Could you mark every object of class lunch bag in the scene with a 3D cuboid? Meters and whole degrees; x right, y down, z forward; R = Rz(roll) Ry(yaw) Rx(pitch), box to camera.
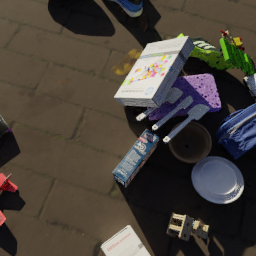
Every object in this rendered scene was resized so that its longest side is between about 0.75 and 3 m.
[{"bbox_3d":[4.284,0.059,10.337,2.158,1.466,1.428,-30,71,-9],"label":"lunch bag"}]

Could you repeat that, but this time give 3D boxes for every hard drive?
[{"bbox_3d":[5.663,-1.870,11.483,1.498,0.283,1.047,-18,57,3],"label":"hard drive"}]

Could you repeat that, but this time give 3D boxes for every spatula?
[{"bbox_3d":[1.623,-0.564,10.362,1.781,0.206,2.562,40,57,21],"label":"spatula"}]

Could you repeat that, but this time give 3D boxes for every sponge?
[{"bbox_3d":[2.176,-1.290,11.423,2.913,0.434,1.625,-8,68,-3],"label":"sponge"}]

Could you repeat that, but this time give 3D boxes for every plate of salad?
[{"bbox_3d":[3.226,1.879,10.165,1.846,0.443,1.846,-1,55,1],"label":"plate of salad"}]

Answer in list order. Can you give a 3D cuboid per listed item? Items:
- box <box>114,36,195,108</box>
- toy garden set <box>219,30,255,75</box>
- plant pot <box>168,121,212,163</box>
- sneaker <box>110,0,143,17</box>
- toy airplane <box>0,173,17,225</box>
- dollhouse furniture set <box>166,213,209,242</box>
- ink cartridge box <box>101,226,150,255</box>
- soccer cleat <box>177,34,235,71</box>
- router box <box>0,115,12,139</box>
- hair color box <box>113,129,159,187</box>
[{"bbox_3d":[0.980,-2.150,10.860,2.278,0.602,2.922,10,65,52],"label":"box"},{"bbox_3d":[4.330,-3.171,11.578,2.202,0.439,1.835,12,61,-40],"label":"toy garden set"},{"bbox_3d":[2.268,0.601,10.523,1.573,0.726,1.573,0,68,0],"label":"plant pot"},{"bbox_3d":[-0.447,-6.487,12.830,1.089,1.578,2.836,-42,74,-15],"label":"sneaker"},{"bbox_3d":[-4.889,2.452,9.983,2.081,0.383,2.081,0,68,0],"label":"toy airplane"},{"bbox_3d":[2.028,3.476,9.521,1.075,0.758,0.753,29,69,-20],"label":"dollhouse furniture set"},{"bbox_3d":[0.034,4.204,9.138,1.175,0.684,1.614,-33,74,-12],"label":"ink cartridge box"},{"bbox_3d":[3.319,-3.331,11.994,2.809,0.948,1.138,23,60,9],"label":"soccer cleat"},{"bbox_3d":[-5.415,-0.131,11.005,1.031,0.353,1.382,-38,73,-13],"label":"router box"},{"bbox_3d":[0.301,1.108,10.170,0.608,1.005,2.009,35,73,13],"label":"hair color box"}]
